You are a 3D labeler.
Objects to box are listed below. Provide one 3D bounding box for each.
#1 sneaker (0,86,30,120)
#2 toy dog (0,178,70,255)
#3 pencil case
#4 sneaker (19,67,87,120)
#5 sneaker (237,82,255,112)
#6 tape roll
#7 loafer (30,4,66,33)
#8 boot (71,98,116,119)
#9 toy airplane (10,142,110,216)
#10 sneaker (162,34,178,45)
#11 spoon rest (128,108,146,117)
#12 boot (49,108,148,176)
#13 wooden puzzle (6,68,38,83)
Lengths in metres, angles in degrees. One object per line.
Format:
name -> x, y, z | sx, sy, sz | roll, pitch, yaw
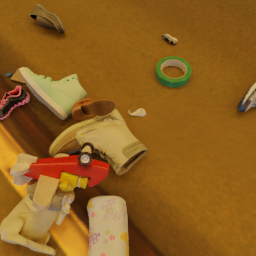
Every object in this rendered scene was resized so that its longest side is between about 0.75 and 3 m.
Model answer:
sneaker -> -4.818, -1.051, 11.150 | 0.710, 0.857, 1.798 | 38, 66, 20
toy dog -> -2.764, 2.500, 8.620 | 2.155, 1.551, 2.222 | -10, 50, 41
pencil case -> -0.627, 3.382, 8.094 | 1.272, 1.165, 2.804 | -9, 57, 7
sneaker -> -2.994, -1.794, 11.474 | 2.899, 1.067, 1.710 | 41, 71, 13
sneaker -> 5.492, -1.366, 11.303 | 2.577, 0.993, 1.098 | -38, 69, -21
tape roll -> 2.002, -2.488, 12.356 | 1.555, 0.374, 1.555 | 0, 57, 0
loafer -> -4.030, -5.293, 13.980 | 2.376, 0.894, 0.828 | 39, 78, 26
boot -> -1.296, -0.793, 10.276 | 1.603, 0.615, 1.245 | -20, 22, -2
toy airplane -> -2.087, 1.470, 8.119 | 2.483, 1.759, 2.493 | 10, 23, 41
sneaker -> 1.985, -4.288, 13.571 | 0.825, 0.305, 0.327 | 31, 67, 18
spoon rest -> 0.363, -0.617, 11.239 | 0.768, 0.233, 0.381 | -2, 62, -22
boot -> -1.035, 0.789, 9.870 | 2.960, 1.067, 2.289 | -31, 65, -17
wooden puzzle -> -4.678, -2.301, 12.387 | 1.249, 0.146, 0.843 | 22, 56, 14
